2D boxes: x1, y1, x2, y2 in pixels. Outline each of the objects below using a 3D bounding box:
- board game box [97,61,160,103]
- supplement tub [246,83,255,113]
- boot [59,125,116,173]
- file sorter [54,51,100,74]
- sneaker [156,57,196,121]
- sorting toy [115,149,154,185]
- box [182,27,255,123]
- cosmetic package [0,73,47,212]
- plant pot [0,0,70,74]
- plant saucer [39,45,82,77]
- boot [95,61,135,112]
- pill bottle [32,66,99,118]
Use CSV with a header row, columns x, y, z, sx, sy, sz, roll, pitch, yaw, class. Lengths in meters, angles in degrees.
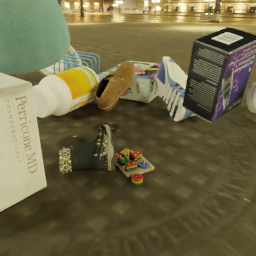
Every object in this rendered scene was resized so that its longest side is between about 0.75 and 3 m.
x,y,z,sx,sy,sz,roll,pitch,yaw,class
0.363,-1.971,11.360,2.110,0.919,2.860,10,27,21,board game box
2.878,-0.575,5.283,0.741,0.741,1.025,-16,13,-31,supplement tub
-0.953,0.446,6.486,1.219,0.583,1.614,-6,31,-8,boot
-2.064,-2.317,11.537,1.361,1.204,1.962,10,29,9,file sorter
1.968,-1.218,9.381,1.553,1.087,2.690,2,44,-18,sneaker
0.116,0.741,6.313,0.678,0.238,1.407,-12,27,-25,sorting toy
1.800,-1.048,5.529,1.111,1.502,0.783,-29,47,-31,box
-3.274,0.312,4.855,2.226,2.239,2.676,20,32,36,cosmetic package
-1.483,-1.510,3.648,1.373,0.925,1.373,3,52,-4,plant pot
-3.473,-3.135,12.897,0.696,2.774,2.774,-37,-2,40,plant saucer
-0.405,-1.599,9.454,0.784,0.803,2.129,17,63,26,boot
-2.073,-1.169,9.137,1.294,1.294,2.329,14,29,28,pill bottle
